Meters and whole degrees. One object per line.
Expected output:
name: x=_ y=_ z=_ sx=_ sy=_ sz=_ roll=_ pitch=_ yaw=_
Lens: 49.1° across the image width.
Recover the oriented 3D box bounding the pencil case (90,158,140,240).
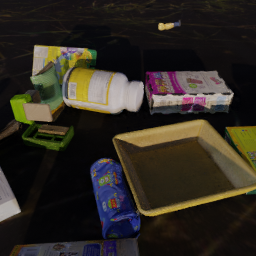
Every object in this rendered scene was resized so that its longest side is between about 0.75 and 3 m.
pencil case: x=-0.326 y=1.596 z=6.534 sx=0.896 sy=0.805 sz=2.064 roll=-31 pitch=38 yaw=5

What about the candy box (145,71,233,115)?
candy box: x=2.194 y=-1.388 z=10.682 sx=2.904 sy=0.886 sz=1.980 roll=-1 pitch=35 yaw=-2

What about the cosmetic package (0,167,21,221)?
cosmetic package: x=-3.838 y=1.559 z=6.841 sx=1.663 sy=0.570 sz=2.206 roll=-25 pitch=42 yaw=-27

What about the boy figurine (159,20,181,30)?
boy figurine: x=1.415 y=-3.529 z=9.611 sx=0.754 sy=0.243 sz=0.469 roll=-8 pitch=14 yaw=2

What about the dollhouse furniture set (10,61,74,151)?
dollhouse furniture set: x=-2.333 y=-0.846 z=9.146 sx=1.370 sy=1.789 sz=2.731 roll=6 pitch=36 yaw=10

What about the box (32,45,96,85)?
box: x=-2.619 y=-2.588 z=11.774 sx=2.664 sy=1.563 sz=0.644 roll=7 pitch=5 yaw=10

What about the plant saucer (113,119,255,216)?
plant saucer: x=1.325 y=1.012 z=7.348 sx=2.962 sy=0.718 sz=2.961 roll=-10 pitch=34 yaw=-11

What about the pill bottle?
pill bottle: x=-0.868 y=-1.307 z=10.055 sx=2.674 sy=1.498 sz=1.498 roll=11 pitch=37 yaw=14

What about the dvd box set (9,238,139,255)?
dvd box set: x=-0.994 y=2.637 z=4.879 sx=2.495 sy=0.367 sz=1.825 roll=-2 pitch=10 yaw=-4

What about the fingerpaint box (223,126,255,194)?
fingerpaint box: x=3.762 y=0.813 z=7.714 sx=1.686 sy=0.741 sz=2.021 roll=-3 pitch=36 yaw=-2

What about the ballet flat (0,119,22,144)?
ballet flat: x=-3.922 y=0.411 z=8.530 sx=0.682 sy=0.469 sz=2.025 roll=-32 pitch=16 yaw=36
